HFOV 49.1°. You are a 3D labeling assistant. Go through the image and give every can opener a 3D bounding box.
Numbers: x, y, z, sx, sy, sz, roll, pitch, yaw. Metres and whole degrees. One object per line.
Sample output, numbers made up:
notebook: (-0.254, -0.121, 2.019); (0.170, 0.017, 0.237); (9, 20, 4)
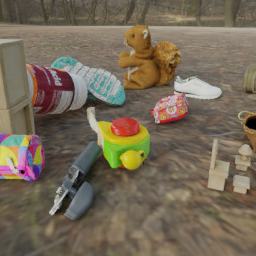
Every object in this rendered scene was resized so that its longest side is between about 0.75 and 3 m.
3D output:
can opener: (-0.783, 0.901, 4.933); (0.623, 0.497, 1.863); (35, 26, -3)

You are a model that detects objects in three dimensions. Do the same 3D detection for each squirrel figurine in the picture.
squirrel figurine: (0.833, -2.801, 10.901); (2.438, 2.275, 1.725); (3, 24, 7)

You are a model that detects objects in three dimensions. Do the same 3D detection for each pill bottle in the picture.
pill bottle: (-2.232, -1.028, 7.684); (1.278, 1.278, 2.239); (15, 12, 30)

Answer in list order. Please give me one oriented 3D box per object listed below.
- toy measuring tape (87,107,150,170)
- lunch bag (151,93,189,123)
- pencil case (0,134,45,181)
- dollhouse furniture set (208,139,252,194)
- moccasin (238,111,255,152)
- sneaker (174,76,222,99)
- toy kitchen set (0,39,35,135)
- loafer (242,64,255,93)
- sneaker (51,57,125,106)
toy measuring tape: (-0.191, 0.093, 6.031); (1.003, 1.003, 2.726); (-8, 25, -17)
lunch bag: (1.129, -0.553, 7.812); (1.040, 0.484, 1.181); (-15, 18, 22)
pencil case: (-2.602, 0.518, 5.130); (2.105, 0.930, 0.930); (1, 24, 5)
dollhouse furniture set: (2.642, 0.594, 4.758); (2.285, 1.011, 1.184); (10, 25, 22)
moccasin: (2.955, -0.069, 6.486); (0.654, 0.690, 1.789); (-12, 16, 26)
sneaker: (2.449, -1.423, 9.805); (1.641, 0.660, 0.627); (6, 23, 10)
toy kitchen set: (-3.488, -0.905, 6.557); (2.564, 2.313, 2.092); (3, 23, 6)
loafer: (5.190, -1.891, 10.433); (2.658, 1.011, 0.896); (-19, 25, -37)
sneaker: (-1.263, -1.376, 9.307); (2.621, 1.195, 1.017); (29, 64, 11)
